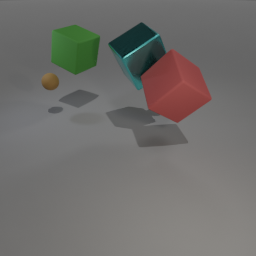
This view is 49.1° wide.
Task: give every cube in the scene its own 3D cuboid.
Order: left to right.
[{"bbox_3d":[-2.188,-3.281,11.650,1.400,1.400,1.400,30,40,19],"label":"cube"},{"bbox_3d":[0.408,-2.425,9.440,1.400,1.400,1.400,-32,42,0],"label":"cube"},{"bbox_3d":[1.449,-1.253,8.657,1.400,1.400,1.400,22,44,-37],"label":"cube"}]

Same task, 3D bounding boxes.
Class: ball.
[{"bbox_3d":[-3.155,-1.880,11.376,0.700,0.700,0.700,0,28,0],"label":"ball"}]
